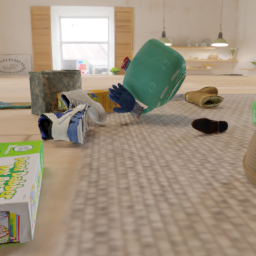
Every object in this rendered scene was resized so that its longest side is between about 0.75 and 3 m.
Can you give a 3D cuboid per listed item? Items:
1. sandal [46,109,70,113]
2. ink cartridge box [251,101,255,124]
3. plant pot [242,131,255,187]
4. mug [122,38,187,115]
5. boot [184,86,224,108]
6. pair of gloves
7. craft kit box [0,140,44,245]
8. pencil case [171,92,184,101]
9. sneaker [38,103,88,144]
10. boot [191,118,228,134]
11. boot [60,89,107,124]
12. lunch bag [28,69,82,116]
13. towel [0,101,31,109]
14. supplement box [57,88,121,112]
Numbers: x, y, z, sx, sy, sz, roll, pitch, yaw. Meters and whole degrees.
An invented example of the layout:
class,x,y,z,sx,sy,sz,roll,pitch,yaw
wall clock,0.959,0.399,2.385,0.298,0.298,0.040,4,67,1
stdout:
class,x,y,z,sx,sy,sz,roll,pitch,yaw
sandal,-2.429,-0.419,9.835,1.567,0.428,0.640,-7,-2,44
ink cartridge box,4.841,-0.353,8.562,1.363,0.785,1.867,0,13,1
plant pot,2.710,0.235,4.584,1.772,0.818,1.772,-25,16,8
mug,1.056,-1.733,10.362,1.669,2.698,2.217,33,63,12
boot,3.985,-1.477,13.670,1.988,0.751,2.270,-16,15,-9
pair of gloves,0.115,-1.337,9.797,1.662,2.068,0.236,37,-20,-35
craft kit box,-2.597,0.834,4.031,2.563,0.629,2.595,-1,13,-14
pencil case,2.590,-1.718,15.214,0.970,0.440,0.403,-3,-24,-19
sneaker,-1.746,-0.182,7.676,1.243,0.870,2.153,2,15,-2
boot,2.263,-0.063,8.267,1.267,0.473,0.614,5,1,-24
boot,-1.538,-0.675,9.319,0.877,0.675,1.836,-14,41,-39
lunch bag,-2.762,-1.467,11.267,1.237,1.725,2.104,12,18,44
towel,-5.169,-1.068,12.945,1.919,0.208,1.408,-2,14,-9
supplement box,-1.452,-1.049,11.295,0.949,0.918,2.759,13,19,41
